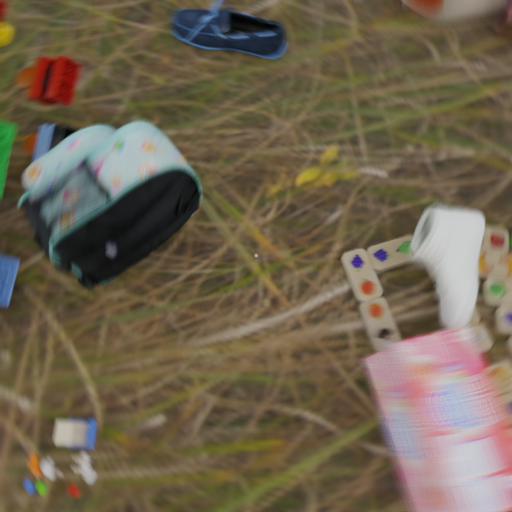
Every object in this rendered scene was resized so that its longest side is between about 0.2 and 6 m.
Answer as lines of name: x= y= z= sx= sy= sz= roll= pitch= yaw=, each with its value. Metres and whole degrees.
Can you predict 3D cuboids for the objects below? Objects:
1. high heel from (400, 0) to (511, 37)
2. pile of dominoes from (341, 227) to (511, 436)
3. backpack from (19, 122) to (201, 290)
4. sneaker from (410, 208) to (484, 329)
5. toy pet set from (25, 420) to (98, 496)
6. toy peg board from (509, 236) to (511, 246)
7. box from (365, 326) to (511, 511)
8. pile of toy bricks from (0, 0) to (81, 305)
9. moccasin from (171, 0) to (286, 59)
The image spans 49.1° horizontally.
high heel: x=3.834 y=-5.019 z=10.242 sx=2.880 sy=0.971 sz=1.385 roll=19 pitch=74 yaw=-6
pile of dominoes: x=3.177 y=1.126 z=8.272 sx=2.779 sy=0.568 sz=3.565 roll=-17 pitch=72 yaw=-6
backpack: x=-2.015 y=-0.856 z=8.167 sx=2.270 sy=1.995 sz=1.740 roll=-30 pitch=67 yaw=-3
sneaker: x=2.654 y=0.174 z=8.125 sx=1.008 sy=0.643 sz=1.745 roll=8 pitch=88 yaw=-18
toy pet set: x=-2.567 y=2.787 z=7.780 sx=1.046 sy=0.556 sz=0.977 roll=-9 pitch=67 yaw=32
toy peg board: x=4.802 y=-0.486 z=8.885 sx=1.367 sy=0.672 sz=1.373 roll=27 pitch=74 yaw=-7
box: x=2.465 y=2.220 z=7.398 sx=1.159 sy=1.069 sz=2.259 roll=-10 pitch=70 yaw=-20
pile of toy bricks: x=-4.617 y=-1.438 z=8.567 sx=2.293 sy=2.577 sz=4.645 roll=11 pitch=86 yaw=33
moccasin: x=-0.482 y=-4.182 z=10.036 sx=2.118 sy=0.722 sz=0.852 roll=8 pitch=71 yaw=3
